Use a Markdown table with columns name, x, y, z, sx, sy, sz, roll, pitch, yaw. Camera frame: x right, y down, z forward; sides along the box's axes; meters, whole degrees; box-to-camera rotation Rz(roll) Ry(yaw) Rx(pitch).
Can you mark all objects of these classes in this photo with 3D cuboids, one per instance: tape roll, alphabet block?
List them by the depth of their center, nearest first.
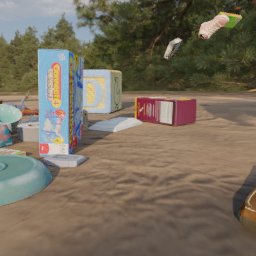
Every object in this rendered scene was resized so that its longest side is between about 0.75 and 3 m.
| name | x | y | z | sx | sy | sz | roll | pitch | yaw |
| --- | --- | --- | --- | --- | --- | --- | --- | --- | --- |
| tape roll | -2.896 | 0.104 | 9.164 | 1.336 | 0.441 | 1.336 | 1 | 9 | 0 |
| alphabet block | -1.892 | -2.242 | 16.953 | 2.545 | 2.532 | 2.592 | 4 | 11 | 13 |

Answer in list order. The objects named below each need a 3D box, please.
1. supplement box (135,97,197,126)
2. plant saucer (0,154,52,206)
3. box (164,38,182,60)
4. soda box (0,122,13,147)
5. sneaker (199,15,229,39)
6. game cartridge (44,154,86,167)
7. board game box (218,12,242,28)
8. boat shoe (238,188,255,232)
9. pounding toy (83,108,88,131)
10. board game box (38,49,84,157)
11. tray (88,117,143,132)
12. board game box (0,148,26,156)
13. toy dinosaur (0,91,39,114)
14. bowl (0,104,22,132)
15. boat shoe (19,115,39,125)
| name | x | y | z | sx | sy | sz | roll | pitch | yaw |
| --- | --- | --- | --- | --- | --- | --- | --- | --- | --- |
| supplement box | 1.633 | -0.811 | 12.590 | 1.395 | 1.083 | 2.528 | -8 | 12 | -40 |
| plant saucer | -2.616 | 0.863 | 5.074 | 2.384 | 0.327 | 2.384 | 0 | 10 | 0 |
| box | 1.854 | -3.263 | 11.532 | 0.217 | 0.710 | 0.897 | 33 | 38 | 15 |
| soda box | -4.167 | 0.292 | 7.422 | 0.703 | 0.653 | 2.054 | 6 | 12 | 32 |
| sneaker | 3.198 | -3.746 | 10.594 | 0.492 | 0.683 | 1.307 | 32 | -15 | -26 |
| game cartridge | -1.443 | 0.731 | 6.344 | 0.831 | 0.172 | 0.553 | 3 | 14 | 17 |
| board game box | 3.962 | -4.367 | 11.349 | 1.238 | 0.186 | 0.591 | -6 | -23 | -28 |
| boat shoe | 2.317 | 0.771 | 3.914 | 2.345 | 0.866 | 0.887 | -9 | 13 | -41 |
| pounding toy | -2.336 | -0.499 | 10.859 | 1.376 | 1.063 | 1.495 | -2 | 10 | -15 |
| board game box | -1.782 | -0.756 | 7.837 | 0.722 | 2.584 | 2.530 | 2 | 10 | -2 |
| tray | -0.448 | -0.184 | 11.418 | 1.290 | 0.266 | 2.403 | 4 | 10 | 28 |
| board game box | -3.054 | 0.652 | 6.836 | 1.158 | 0.174 | 0.553 | 7 | 13 | 24 |
| toy dinosaur | -5.810 | -0.883 | 14.868 | 2.031 | 2.239 | 1.175 | 26 | -26 | -15 |
| bowl | -4.343 | -0.209 | 9.555 | 1.331 | 0.696 | 1.331 | 13 | 26 | -7 |
| boat shoe | -3.888 | -0.315 | 11.650 | 1.267 | 0.434 | 0.456 | -6 | 11 | -32 |
